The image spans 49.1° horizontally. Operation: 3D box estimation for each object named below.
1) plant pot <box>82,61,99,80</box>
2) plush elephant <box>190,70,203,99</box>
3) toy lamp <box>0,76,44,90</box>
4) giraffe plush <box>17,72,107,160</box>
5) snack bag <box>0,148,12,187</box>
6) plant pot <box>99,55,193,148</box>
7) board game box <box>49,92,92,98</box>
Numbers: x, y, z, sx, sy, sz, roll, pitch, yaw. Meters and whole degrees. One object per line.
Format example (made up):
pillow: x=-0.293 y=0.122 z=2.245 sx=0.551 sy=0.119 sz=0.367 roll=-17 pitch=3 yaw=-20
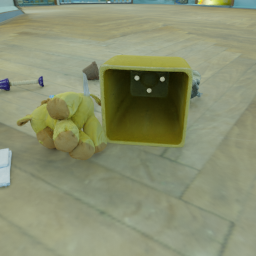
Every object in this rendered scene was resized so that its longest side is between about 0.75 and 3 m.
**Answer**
plant pot: x=-1.656 y=-2.512 z=12.612 sx=0.718 sy=0.823 sz=0.823 roll=-20 pitch=31 yaw=-1
plush elephant: x=2.223 y=-1.654 z=10.553 sx=1.288 sy=1.061 sz=0.997 roll=5 pitch=52 yaw=-45
toy lamp: x=-4.444 y=-1.853 z=11.634 sx=1.793 sy=0.522 sz=0.522 roll=-6 pitch=30 yaw=-16
giraffe plush: x=-1.846 y=-0.172 z=7.454 sx=1.859 sy=1.978 sz=2.292 roll=-16 pitch=61 yaw=24
snack bag: x=-3.584 y=1.034 z=6.758 sx=1.420 sy=0.161 sz=1.506 roll=-9 pitch=30 yaw=-16
plant pot: x=0.550 y=-1.061 z=8.269 sx=2.309 sy=2.294 sz=2.362 roll=3 pitch=30 yaw=6
board game box: x=-2.064 y=-0.930 z=10.166 sx=1.517 sy=0.277 sz=1.147 roll=-6 pitch=29 yaw=-12
